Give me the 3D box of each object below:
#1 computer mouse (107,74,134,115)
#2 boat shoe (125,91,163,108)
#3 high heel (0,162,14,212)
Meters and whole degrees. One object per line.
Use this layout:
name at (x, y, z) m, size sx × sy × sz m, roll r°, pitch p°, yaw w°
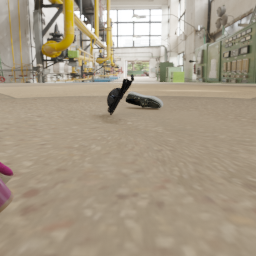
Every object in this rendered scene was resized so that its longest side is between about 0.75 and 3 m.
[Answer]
computer mouse at (-0.285, -1.182, 8.775) m, size 0.434 × 1.323 × 1.884 m, roll 32°, pitch 12°, yaw -6°
boat shoe at (0.622, -1.017, 11.100) m, size 1.576 × 0.541 × 0.446 m, roll 18°, pitch 57°, yaw 27°
high heel at (-1.410, 0.321, 2.469) m, size 0.519 × 0.740 × 1.540 m, roll -45°, pitch 18°, yaw -29°
